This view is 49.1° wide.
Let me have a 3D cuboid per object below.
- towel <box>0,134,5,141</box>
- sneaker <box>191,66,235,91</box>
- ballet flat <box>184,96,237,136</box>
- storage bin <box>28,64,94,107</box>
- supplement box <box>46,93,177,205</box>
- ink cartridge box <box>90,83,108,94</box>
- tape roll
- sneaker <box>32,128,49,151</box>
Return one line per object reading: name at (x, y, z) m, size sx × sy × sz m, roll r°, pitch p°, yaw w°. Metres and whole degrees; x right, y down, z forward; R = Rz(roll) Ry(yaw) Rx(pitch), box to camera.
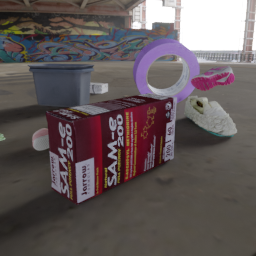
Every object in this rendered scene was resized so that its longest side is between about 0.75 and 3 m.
towel at (-4.214, 0.328, 6.997) m, size 1.738 × 0.203 × 1.325 m, roll 6°, pitch 17°, yaw 15°
sneaker at (2.390, -1.426, 7.897) m, size 1.217 × 0.495 × 0.537 m, roll -5°, pitch 39°, yaw 31°
ballet flat at (2.393, -0.486, 8.632) m, size 0.931 × 0.931 × 2.595 m, roll -4°, pitch 17°, yaw -13°
storage bin at (-2.653, -1.792, 11.606) m, size 2.487 × 1.671 × 1.810 m, roll 6°, pitch 17°, yaw 17°
supplement box at (-0.153, 0.207, 5.210) m, size 0.786 × 1.405 × 2.582 m, roll 16°, pitch 24°, yaw 42°
ink cartridge box at (-1.722, -2.134, 14.934) m, size 1.096 × 0.459 × 0.795 m, roll 6°, pitch 17°, yaw 21°
tape roll at (1.382, -2.020, 10.293) m, size 2.328 × 2.328 × 0.764 m, roll -2°, pitch 28°, yaw -7°
sneaker at (-1.781, 0.189, 6.959) m, size 1.208 × 0.455 × 0.632 m, roll -12°, pitch 25°, yaw -23°
